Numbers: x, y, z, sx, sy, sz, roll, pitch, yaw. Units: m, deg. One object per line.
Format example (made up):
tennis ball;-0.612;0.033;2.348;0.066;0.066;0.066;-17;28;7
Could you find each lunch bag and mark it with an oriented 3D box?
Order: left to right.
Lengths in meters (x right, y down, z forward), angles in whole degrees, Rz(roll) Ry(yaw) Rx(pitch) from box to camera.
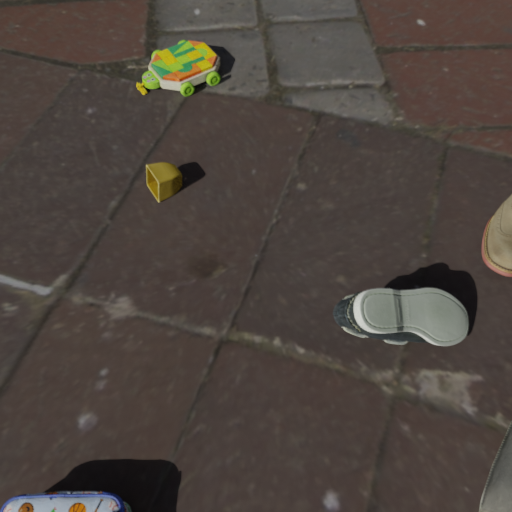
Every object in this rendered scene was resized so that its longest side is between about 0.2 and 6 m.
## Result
lunch bag;-2.781;4.307;8.127;1.995;0.754;1.599;0;57;1

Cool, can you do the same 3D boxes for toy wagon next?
toy wagon;-2.079;-4.860;14.637;2.258;0.447;1.752;-28;60;-18

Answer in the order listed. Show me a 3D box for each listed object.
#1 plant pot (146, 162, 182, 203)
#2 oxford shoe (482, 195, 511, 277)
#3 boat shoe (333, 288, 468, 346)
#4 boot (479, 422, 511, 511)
plant pot;-1.996;-1.680;12.364;0.648;0.634;0.630;-22;58;-25
oxford shoe;5.663;-1.028;11.472;1.205;1.279;3.420;29;60;18
boat shoe;2.619;1.055;9.961;2.758;0.832;1.043;15;73;-29
boot;5.173;3.144;8.689;2.832;1.130;3.114;10;48;24
